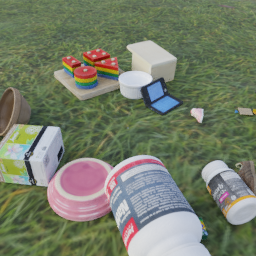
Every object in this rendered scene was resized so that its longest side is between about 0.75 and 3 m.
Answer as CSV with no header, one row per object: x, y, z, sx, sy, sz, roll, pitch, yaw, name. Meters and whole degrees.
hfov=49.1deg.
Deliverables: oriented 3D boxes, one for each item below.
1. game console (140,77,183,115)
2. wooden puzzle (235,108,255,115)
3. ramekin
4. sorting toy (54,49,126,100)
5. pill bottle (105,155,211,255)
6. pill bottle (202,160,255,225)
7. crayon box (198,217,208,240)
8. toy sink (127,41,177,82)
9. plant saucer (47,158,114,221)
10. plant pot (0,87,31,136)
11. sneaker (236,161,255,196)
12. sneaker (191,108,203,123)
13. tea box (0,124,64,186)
1.349,-1.287,11.057,1.399,1.194,0.828,-31,20,-35,game console
4.504,-0.617,10.727,0.825,0.096,0.556,9,33,11,wooden puzzle
0.312,-1.800,11.807,1.404,0.684,1.404,0,36,0,ramekin
-1.567,-2.594,12.640,2.736,0.952,2.719,-23,43,-28,sorting toy
0.604,1.997,5.941,1.605,1.605,2.684,-12,38,-16,pill bottle
2.546,1.583,7.109,0.881,0.881,1.515,-10,37,-13,pill bottle
1.413,2.384,6.592,0.783,0.202,0.492,-4,37,-4,crayon box
1.005,-2.989,12.992,1.394,1.198,2.139,-20,46,-25,toy sink
-1.150,1.500,7.524,2.035,0.516,2.035,-1,37,0,plant saucer
-3.881,-0.507,9.636,0.765,1.657,1.657,14,22,-41,plant pot
3.302,1.432,7.775,0.507,0.473,1.342,-7,29,20,sneaker
2.534,-0.465,10.319,0.453,0.326,0.867,10,32,9,sneaker
-2.822,0.749,8.103,1.482,1.007,1.507,3,37,5,tea box
